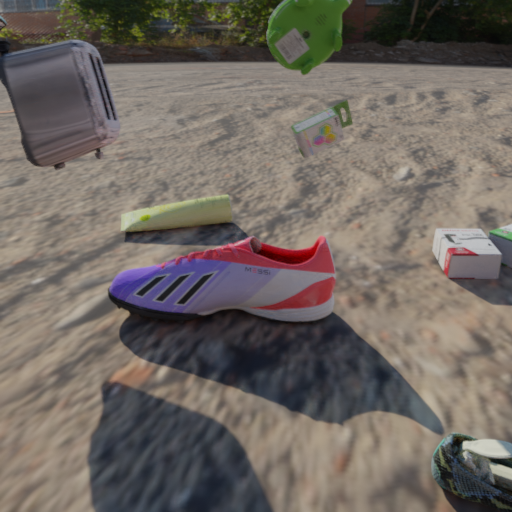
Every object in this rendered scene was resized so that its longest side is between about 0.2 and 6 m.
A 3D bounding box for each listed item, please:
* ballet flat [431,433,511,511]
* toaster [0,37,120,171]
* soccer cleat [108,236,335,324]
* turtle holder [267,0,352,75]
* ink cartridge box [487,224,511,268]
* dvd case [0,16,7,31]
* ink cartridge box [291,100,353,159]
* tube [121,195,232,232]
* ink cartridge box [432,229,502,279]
[{"bbox_3d":[2.541,2.069,5.003,1.881,0.698,0.698,10,26,22],"label":"ballet flat"},{"bbox_3d":[-3.080,-2.509,8.905,1.377,2.132,1.212,-14,10,3],"label":"toaster"},{"bbox_3d":[-0.525,0.259,8.302,3.384,1.238,1.154,2,24,4],"label":"soccer cleat"},{"bbox_3d":[0.621,-2.880,6.851,0.873,1.149,0.816,18,31,-14],"label":"turtle holder"},{"bbox_3d":[4.971,-0.201,10.184,1.305,0.548,0.952,-16,28,-31],"label":"ink cartridge box"},{"bbox_3d":[-3.688,-2.502,6.514,1.060,1.453,0.160,46,2,22],"label":"dvd case"},{"bbox_3d":[0.945,-1.729,7.656,0.846,0.439,0.251,-25,46,3],"label":"ink cartridge box"},{"bbox_3d":[-1.663,-0.851,11.700,2.307,0.599,0.669,-8,-13,-7],"label":"tube"},{"bbox_3d":[3.706,-0.059,9.936,0.865,0.489,1.179,0,25,3],"label":"ink cartridge box"}]
